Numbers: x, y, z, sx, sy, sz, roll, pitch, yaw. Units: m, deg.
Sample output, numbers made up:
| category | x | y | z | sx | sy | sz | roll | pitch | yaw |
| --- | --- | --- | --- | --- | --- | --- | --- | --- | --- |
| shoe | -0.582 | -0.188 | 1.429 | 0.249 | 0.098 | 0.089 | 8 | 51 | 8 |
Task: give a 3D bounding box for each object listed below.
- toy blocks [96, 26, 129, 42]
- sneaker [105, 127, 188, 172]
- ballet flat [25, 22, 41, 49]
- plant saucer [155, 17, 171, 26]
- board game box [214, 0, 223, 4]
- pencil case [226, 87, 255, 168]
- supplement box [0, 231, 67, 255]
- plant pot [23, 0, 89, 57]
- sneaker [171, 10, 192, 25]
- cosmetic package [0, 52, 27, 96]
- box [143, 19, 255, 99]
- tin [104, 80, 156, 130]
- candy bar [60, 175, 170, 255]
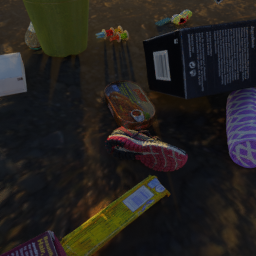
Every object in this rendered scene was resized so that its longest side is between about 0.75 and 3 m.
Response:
| category | x | y | z | sx | sy | sz | roll | pitch | yaw |
| --- | --- | --- | --- | --- | --- | --- | --- | --- | --- |
| toy blocks | -0.646 | -3.686 | 11.168 | 1.088 | 0.395 | 0.907 | -20 | 46 | -21 |
| sneaker | 0.445 | 0.398 | 6.505 | 1.925 | 0.776 | 0.719 | 16 | 43 | 18 |
| ballet flat | -3.616 | -4.163 | 11.315 | 0.932 | 0.863 | 2.643 | 2 | 44 | -8 |
| plant saucer | 1.607 | -4.788 | 12.588 | 0.309 | 0.084 | 0.884 | 34 | 54 | 31 |
| board game box | 2.227 | -4.239 | 7.287 | 1.652 | 1.043 | 0.286 | 38 | 25 | -22 |
| pencil case | 2.966 | -0.084 | 6.966 | 0.955 | 0.973 | 2.277 | -27 | 28 | 38 |
| supplement box | -1.709 | 2.669 | 3.703 | 2.189 | 1.130 | 1.433 | -23 | 46 | -16 |
| plant pot | -2.421 | -4.009 | 9.834 | 2.741 | 2.603 | 2.741 | 0 | 38 | 0 |
| sneaker | 2.473 | -4.861 | 12.453 | 1.147 | 0.448 | 0.518 | -32 | 57 | -21 |
| cosmetic package | -3.756 | -1.736 | 8.909 | 0.877 | 0.631 | 1.554 | -12 | 45 | -12 |
| box | 2.153 | -1.871 | 7.565 | 2.737 | 1.607 | 2.691 | -12 | 15 | -11 |
| tin | 0.036 | -0.675 | 7.951 | 1.121 | 0.419 | 2.002 | -17 | 45 | -11 |
| candy bar | -0.238 | 1.747 | 5.398 | 2.665 | 0.295 | 0.664 | -30 | 54 | -29 |
